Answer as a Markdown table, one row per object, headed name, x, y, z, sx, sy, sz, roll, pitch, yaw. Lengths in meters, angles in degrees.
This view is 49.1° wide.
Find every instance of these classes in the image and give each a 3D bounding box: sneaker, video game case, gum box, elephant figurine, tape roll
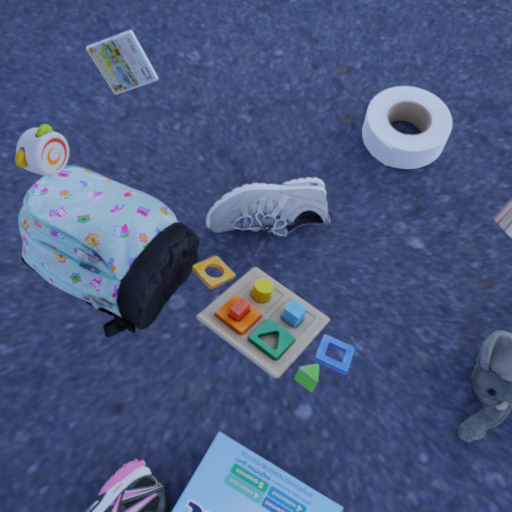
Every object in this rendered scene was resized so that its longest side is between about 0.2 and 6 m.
| name | x | y | z | sx | sy | sz | roll | pitch | yaw |
| --- | --- | --- | --- | --- | --- | --- | --- | --- | --- |
| sneaker | 0.277 | -0.823 | 10.865 | 2.496 | 0.933 | 1.023 | -14 | 64 | -8 |
| video game case | -2.179 | -3.144 | 9.157 | 0.825 | 0.906 | 0.104 | -13 | 47 | 15 |
| gum box | -0.291 | 4.395 | 8.377 | 2.225 | 0.583 | 2.618 | 27 | 66 | 13 |
| elephant figurine | 4.257 | 1.868 | 9.317 | 2.174 | 1.538 | 1.686 | -12 | 33 | 11 |
| tape roll | 3.210 | -2.754 | 12.021 | 1.817 | 0.635 | 1.817 | 0 | 63 | 0 |
| sneaker | -2.277 | 4.255 | 8.242 | 1.068 | 0.994 | 2.474 | 37 | 70 | 16 |

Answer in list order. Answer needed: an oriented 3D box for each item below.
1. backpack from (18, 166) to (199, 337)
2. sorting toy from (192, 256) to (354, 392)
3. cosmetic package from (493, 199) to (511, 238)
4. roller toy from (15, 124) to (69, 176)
| name | x | y | z | sx | sy | sz | roll | pitch | yaw |
| --- | --- | --- | --- | --- | --- | --- | --- | --- | --- |
| backpack | -2.280 | -0.210 | 8.404 | 2.485 | 1.573 | 2.074 | 25 | 37 | 10 |
| sorting toy | 0.137 | 0.788 | 7.663 | 2.641 | 0.360 | 1.487 | 34 | 43 | 18 |
| cosmetic package | 2.877 | -0.365 | 6.086 | 0.307 | 0.703 | 0.364 | 37 | 109 | -2 |
| roller toy | -2.473 | -1.195 | 6.462 | 0.393 | 0.513 | 0.563 | 18 | 79 | 23 |
